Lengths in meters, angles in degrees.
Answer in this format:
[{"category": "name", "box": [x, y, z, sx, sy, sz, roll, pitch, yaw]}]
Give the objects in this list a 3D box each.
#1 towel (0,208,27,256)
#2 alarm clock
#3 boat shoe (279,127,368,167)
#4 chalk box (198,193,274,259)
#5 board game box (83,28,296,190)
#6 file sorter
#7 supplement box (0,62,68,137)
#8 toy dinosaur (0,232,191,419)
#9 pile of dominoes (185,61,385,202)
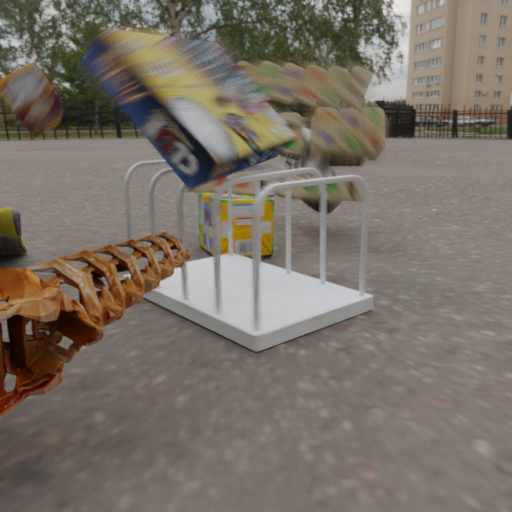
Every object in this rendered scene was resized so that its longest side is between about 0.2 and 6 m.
[{"category": "towel", "box": [-4.848, -0.236, 8.298, 2.696, 0.307, 1.936, -5, -13, -24]}, {"category": "alarm clock", "box": [1.249, -1.358, 11.018, 0.605, 1.226, 1.818, -47, 29, -13]}, {"category": "boat shoe", "box": [1.322, -2.087, 11.481, 2.133, 0.754, 0.679, 24, 71, 42]}, {"category": "chalk box", "box": [-0.426, -0.589, 9.663, 0.992, 0.987, 1.594, -5, 15, -21]}, {"category": "board game box", "box": [-0.570, -1.698, 6.287, 0.421, 1.649, 2.434, -40, -2, 28]}, {"category": "file sorter", "box": [-0.193, -0.252, 7.044, 1.930, 1.732, 2.781, -13, 20, -40]}, {"category": "supplement box", "box": [-3.780, -2.632, 9.563, 0.719, 0.558, 1.302, -32, -3, -10]}, {"category": "toy dinosaur", "box": [-3.010, 0.650, 3.767, 5.402, 2.759, 3.667, 11, 17, -47]}, {"category": "pile of dominoes", "box": [0.482, -2.196, 9.198, 3.180, 2.478, 0.506, 3, -15, -4]}]
